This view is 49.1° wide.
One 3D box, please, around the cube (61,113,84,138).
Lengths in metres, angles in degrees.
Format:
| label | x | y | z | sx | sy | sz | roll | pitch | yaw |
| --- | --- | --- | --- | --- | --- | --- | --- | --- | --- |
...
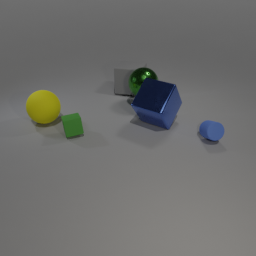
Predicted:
| label | x | y | z | sx | sy | sz | roll | pitch | yaw |
| --- | --- | --- | --- | --- | --- | --- | --- | --- | --- |
| cube | -2.199 | -0.125 | 11.085 | 0.700 | 0.700 | 0.700 | -14 | 23 | -14 |

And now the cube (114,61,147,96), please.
| label | x | y | z | sx | sy | sz | roll | pitch | yaw |
| --- | --- | --- | --- | --- | --- | --- | --- | --- | --- |
| cube | 0.144 | -2.620 | 14.680 | 1.400 | 1.400 | 1.400 | 7 | 29 | 14 |

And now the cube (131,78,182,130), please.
| label | x | y | z | sx | sy | sz | roll | pitch | yaw |
| --- | --- | --- | --- | --- | --- | --- | --- | --- | --- |
| cube | 1.210 | -0.999 | 11.520 | 1.400 | 1.400 | 1.400 | 19 | 73 | 30 |

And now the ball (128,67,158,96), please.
| label | x | y | z | sx | sy | sz | roll | pitch | yaw |
| --- | --- | --- | --- | --- | --- | --- | --- | --- | --- |
| ball | 0.712 | -2.086 | 12.912 | 1.400 | 1.400 | 1.400 | 0 | 30 | 0 |

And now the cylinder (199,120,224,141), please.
| label | x | y | z | sx | sy | sz | roll | pitch | yaw |
| --- | --- | --- | --- | --- | --- | --- | --- | --- | --- |
| cylinder | 3.177 | 0.086 | 10.646 | 0.700 | 0.700 | 0.700 | -6 | 9 | -10 |

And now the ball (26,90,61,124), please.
| label | x | y | z | sx | sy | sz | roll | pitch | yaw |
| --- | --- | --- | --- | --- | --- | --- | --- | --- | --- |
| ball | -3.536 | -0.884 | 11.735 | 1.400 | 1.400 | 1.400 | 0 | 30 | 0 |
